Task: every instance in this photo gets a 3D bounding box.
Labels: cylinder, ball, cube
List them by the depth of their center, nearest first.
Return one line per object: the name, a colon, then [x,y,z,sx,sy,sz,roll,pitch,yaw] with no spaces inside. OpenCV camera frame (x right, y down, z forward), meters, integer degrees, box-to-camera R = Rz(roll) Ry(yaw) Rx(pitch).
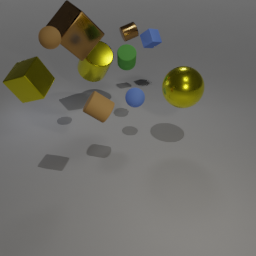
cube: [-2.259,-1.096,6.447,0.700,0.700,0.700,-7,47,28]
cylinder: [-0.865,-0.619,8.257,0.700,0.700,0.700,30,25,-16]
ball: [-2.457,-2.833,8.795,0.700,0.700,0.700,0,30,0]
ball: [1.835,-1.358,9.355,1.400,1.400,1.400,0,30,0]
ball: [0.251,-1.079,9.940,0.700,0.700,0.700,0,30,0]
cylinder: [-0.048,-2.619,10.421,0.700,0.700,0.700,0,71,-1]
cube: [-2.069,-3.760,10.880,1.400,1.400,1.400,47,9,38]
cylinder: [-1.522,-3.058,12.912,1.400,1.400,1.400,7,68,-18]
cylinder: [0.045,-4.523,13.167,0.700,0.700,0.700,-25,33,-4]
cube: [1.140,-4.462,13.988,0.700,0.700,0.700,-14,-4,-44]
